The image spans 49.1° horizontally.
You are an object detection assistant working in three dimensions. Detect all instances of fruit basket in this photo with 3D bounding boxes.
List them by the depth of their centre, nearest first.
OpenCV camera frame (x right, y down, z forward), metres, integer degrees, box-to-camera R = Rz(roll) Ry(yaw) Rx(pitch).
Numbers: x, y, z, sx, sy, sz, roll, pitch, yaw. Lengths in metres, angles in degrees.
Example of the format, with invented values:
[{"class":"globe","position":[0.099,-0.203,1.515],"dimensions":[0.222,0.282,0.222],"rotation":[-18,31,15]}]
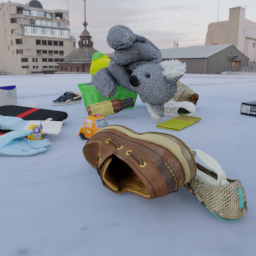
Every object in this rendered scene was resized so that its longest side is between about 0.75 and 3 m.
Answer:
[{"class":"fruit basket","position":[-0.883,-2.125,12.499],"dimensions":[2.710,2.710,1.955],"rotation":[-11,17,-39]}]

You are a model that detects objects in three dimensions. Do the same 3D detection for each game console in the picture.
[{"class":"game console","position":[-3.440,-0.145,8.573],"dimensions":[2.419,0.425,2.735],"rotation":[8,19,8]}]

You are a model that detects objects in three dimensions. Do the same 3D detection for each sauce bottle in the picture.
[{"class":"sauce bottle","position":[-0.627,-0.745,10.219],"dimensions":[1.737,0.573,0.573],"rotation":[-14,15,-4]}]

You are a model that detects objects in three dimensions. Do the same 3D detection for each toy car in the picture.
[{"class":"toy car","position":[-1.402,0.050,7.212],"dimensions":[2.184,0.727,1.071],"rotation":[-8,15,-33]}]

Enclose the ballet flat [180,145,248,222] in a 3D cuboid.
[{"class":"ballet flat","position":[1.022,0.671,4.442],"dimensions":[0.698,0.774,2.057],"rotation":[-13,17,-24]}]

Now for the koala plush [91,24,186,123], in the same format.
[{"class":"koala plush","position":[0.684,-1.816,9.816],"dimensions":[2.632,2.540,2.864],"rotation":[-2,35,-41]}]

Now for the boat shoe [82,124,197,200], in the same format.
[{"class":"boat shoe","position":[-0.143,0.541,4.596],"dimensions":[0.882,0.940,2.612],"rotation":[-34,21,-30]}]

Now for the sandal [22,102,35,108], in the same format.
[{"class":"sandal","position":[-3.760,-0.545,10.552],"dimensions":[0.653,0.394,1.605],"rotation":[-18,30,-12]}]

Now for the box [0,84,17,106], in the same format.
[{"class":"box","position":[-6.170,-1.254,11.834],"dimensions":[2.107,1.106,1.938],"rotation":[4,13,19]}]

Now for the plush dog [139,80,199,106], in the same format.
[{"class":"plush dog","position":[2.016,-1.618,12.565],"dimensions":[2.134,1.993,2.484],"rotation":[20,4,-26]}]

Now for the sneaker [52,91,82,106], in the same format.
[{"class":"sneaker","position":[-3.051,-1.499,13.922],"dimensions":[0.651,0.659,1.660],"rotation":[15,21,43]}]

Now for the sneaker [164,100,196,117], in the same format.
[{"class":"sneaker","position":[1.655,-0.764,10.818],"dimensions":[1.873,0.659,0.751],"rotation":[3,18,14]}]

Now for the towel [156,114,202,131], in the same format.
[{"class":"towel","position":[1.758,-0.211,9.482],"dimensions":[0.838,0.176,1.947],"rotation":[9,16,33]}]

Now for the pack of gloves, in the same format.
[{"class":"pack of gloves","position":[-2.957,-0.005,7.002],"dimensions":[2.343,0.462,1.969],"rotation":[5,26,-5]}]

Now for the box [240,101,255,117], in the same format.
[{"class":"box","position":[5.695,-0.689,10.751],"dimensions":[1.618,0.511,2.052],"rotation":[-8,15,-30]}]
